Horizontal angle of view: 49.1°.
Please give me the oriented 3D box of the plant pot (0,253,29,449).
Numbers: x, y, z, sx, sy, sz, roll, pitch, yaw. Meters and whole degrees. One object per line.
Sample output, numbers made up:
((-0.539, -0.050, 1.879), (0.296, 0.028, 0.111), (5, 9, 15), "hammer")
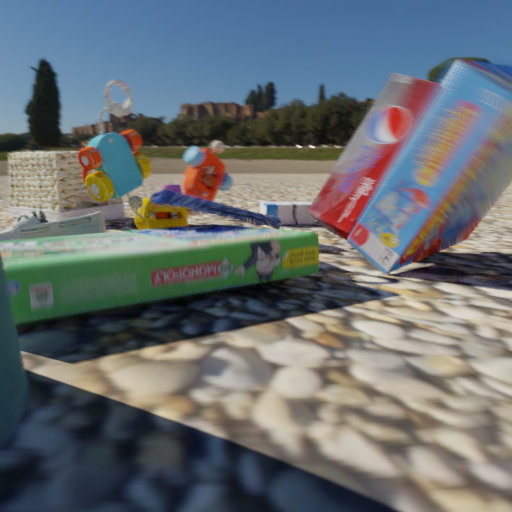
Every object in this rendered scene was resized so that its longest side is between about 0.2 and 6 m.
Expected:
((-3.118, -0.247, 2.967), (3.388, 2.719, 3.388), (0, 10, 0), "plant pot")

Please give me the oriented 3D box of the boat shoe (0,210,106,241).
((-3.584, -0.393, 9.162), (2.209, 0.726, 0.795), (-3, 7, -3), "boat shoe")

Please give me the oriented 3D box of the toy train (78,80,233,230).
((-1.854, -1.523, 10.056), (0.884, 2.387, 3.178), (-3, -25, 40), "toy train")

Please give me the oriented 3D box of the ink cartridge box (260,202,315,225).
((0.753, -1.031, 13.479), (1.214, 0.511, 0.878), (-2, 10, -8), "ink cartridge box")

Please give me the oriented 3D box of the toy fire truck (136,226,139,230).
((-2.250, -0.738, 12.527), (1.144, 0.279, 0.807), (5, 11, 24), "toy fire truck")

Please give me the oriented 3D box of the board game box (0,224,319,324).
((-1.531, 0.051, 7.008), (3.900, 0.568, 2.624), (-7, 10, -34), "board game box")

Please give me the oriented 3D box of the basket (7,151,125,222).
((-4.941, -1.822, 14.423), (2.816, 1.737, 1.909), (10, 15, 41), "basket")

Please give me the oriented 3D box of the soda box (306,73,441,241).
((2.150, -1.595, 9.576), (1.004, 2.868, 0.909), (33, 1, 39), "soda box")

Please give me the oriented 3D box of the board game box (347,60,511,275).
((2.970, -1.274, 8.058), (2.778, 2.838, 0.793), (-17, 53, -46), "board game box")

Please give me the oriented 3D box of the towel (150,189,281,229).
((-0.678, -0.686, 8.680), (1.889, 0.225, 1.368), (13, 0, -16), "towel")
